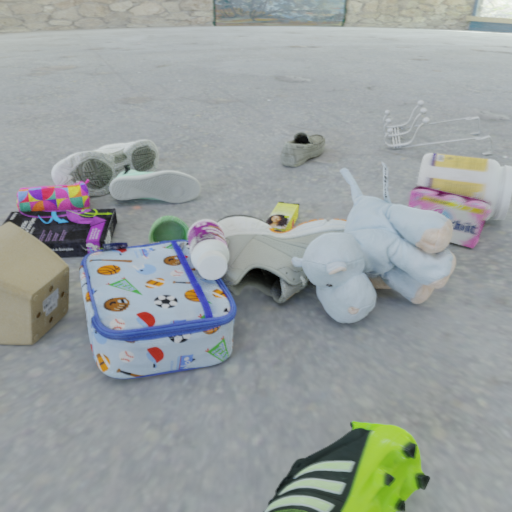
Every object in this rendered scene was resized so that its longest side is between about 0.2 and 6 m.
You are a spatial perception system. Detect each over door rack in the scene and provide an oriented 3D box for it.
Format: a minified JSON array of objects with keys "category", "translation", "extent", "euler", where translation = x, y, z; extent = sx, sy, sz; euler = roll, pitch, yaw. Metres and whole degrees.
[{"category":"over door rack","translation":[5.736,-4.164,17.882],"extent":[3.257,1.085,2.406],"euler":[5,30,9]}]

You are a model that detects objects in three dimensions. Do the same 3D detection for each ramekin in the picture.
[{"category":"ramekin","translation":[-1.630,-0.381,10.522],"extent":[0.785,0.785,0.383],"euler":[-6,18,-11]}]

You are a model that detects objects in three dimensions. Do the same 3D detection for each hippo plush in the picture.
[{"category":"hippo plush","translation":[1.859,-0.010,9.085],"extent":[2.036,2.533,2.017],"euler":[-31,18,-32]}]

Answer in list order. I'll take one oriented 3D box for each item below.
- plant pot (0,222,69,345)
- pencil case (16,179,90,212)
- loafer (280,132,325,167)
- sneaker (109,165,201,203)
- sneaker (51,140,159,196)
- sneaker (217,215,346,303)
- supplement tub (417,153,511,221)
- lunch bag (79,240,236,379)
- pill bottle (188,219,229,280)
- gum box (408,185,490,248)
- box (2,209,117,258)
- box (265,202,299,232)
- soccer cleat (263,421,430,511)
[{"category":"plant pot","translation":[-3.835,0.574,8.950],"extent":[1.316,1.487,1.485],"euler":[20,32,9]},{"category":"pencil case","translation":[-4.703,-1.338,13.073],"extent":[1.663,0.735,0.735],"euler":[-11,30,-18]},{"category":"loafer","translation":[1.441,-3.278,16.532],"extent":[0.784,0.783,2.244],"euler":[15,32,25]},{"category":"sneaker","translation":[-2.487,-1.849,13.928],"extent":[2.172,0.799,1.281],"euler":[0,21,-10]},{"category":"sneaker","translation":[-4.076,-2.300,14.663],"extent":[1.484,1.163,2.986],"euler":[10,24,42]},{"category":"sneaker","translation":[0.738,0.203,10.092],"extent":[3.214,1.217,1.478],"euler":[0,54,-16]},{"category":"supplement tub","translation":[4.682,-1.535,12.678],"extent":[1.941,1.411,1.411],"euler":[10,30,18]},{"category":"lunch bag","translation":[-1.569,0.675,9.014],"extent":[2.307,1.088,2.880],"euler":[-8,30,-17]},{"category":"pill bottle","translation":[-0.757,-0.094,8.969],"extent":[0.613,0.613,1.093],"euler":[-5,32,-10]},{"category":"gum box","translation":[4.024,-0.830,11.808],"extent":[1.593,0.904,0.527],"euler":[19,28,26]},{"category":"box","translation":[-4.209,-0.491,11.812],"extent":[2.303,0.416,1.647],"euler":[-4,29,-5]},{"category":"box","translation":[0.565,-0.773,12.394],"extent":[0.526,0.350,1.398],"euler":[8,29,13]},{"category":"soccer cleat","translation":[0.523,2.679,5.643],"extent":[2.911,0.983,1.180],"euler":[-27,14,-33]}]
